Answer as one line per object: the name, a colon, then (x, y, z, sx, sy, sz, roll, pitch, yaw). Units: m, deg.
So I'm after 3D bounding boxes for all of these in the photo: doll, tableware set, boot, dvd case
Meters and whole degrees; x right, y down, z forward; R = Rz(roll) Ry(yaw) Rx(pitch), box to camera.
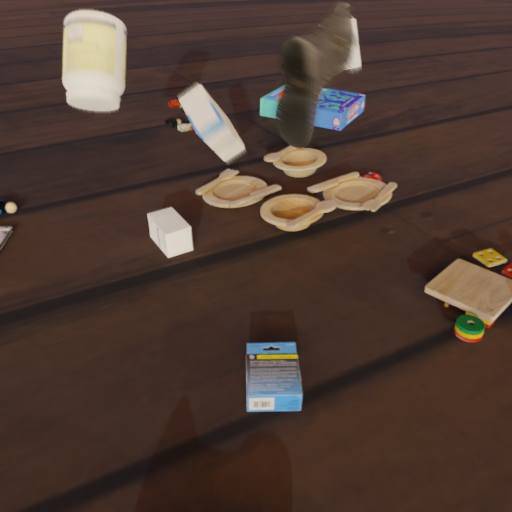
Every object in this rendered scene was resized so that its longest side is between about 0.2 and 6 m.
doll: (-5.294, -0.960, 11.081, 1.064, 0.258, 0.726, -3, 34, -3)
tableware set: (0.784, -1.403, 11.377, 3.013, 0.418, 3.607, -27, 38, -31)
boot: (1.262, -3.414, 10.716, 0.805, 2.326, 2.025, 24, 45, 25)
dvd case: (-5.180, -0.025, 9.748, 1.297, 0.139, 1.744, -1, 33, -1)

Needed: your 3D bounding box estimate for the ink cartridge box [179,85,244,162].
ink cartridge box: (-0.751, -2.275, 9.712, 0.478, 1.143, 0.829, -33, 66, 10)

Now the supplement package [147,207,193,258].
supplement package: (-1.546, -0.430, 10.035, 0.505, 0.504, 0.862, -18, 37, -25)

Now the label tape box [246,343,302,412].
label tape box: (0.212, 1.540, 7.182, 0.680, 0.298, 0.943, -1, 33, -1)

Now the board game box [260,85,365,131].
board game box: (1.611, -4.289, 15.937, 2.455, 0.552, 1.867, 16, 36, 23)

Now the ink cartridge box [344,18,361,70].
ink cartridge box: (1.784, -4.465, 11.906, 0.714, 0.975, 0.419, -1, 23, 27)

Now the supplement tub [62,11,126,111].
supplement tub: (-2.852, -3.403, 9.885, 1.064, 1.467, 1.064, 2, -1, 0)

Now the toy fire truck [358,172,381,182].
toy fire truck: (2.403, -1.457, 11.862, 0.971, 0.237, 0.685, -25, 40, -33)

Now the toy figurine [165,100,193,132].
toy figurine: (-1.959, -3.714, 14.872, 0.783, 0.796, 0.554, 27, 25, 30)

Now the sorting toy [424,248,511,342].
sorting toy: (3.350, 0.573, 8.600, 1.084, 0.380, 2.248, 27, 42, 35)
